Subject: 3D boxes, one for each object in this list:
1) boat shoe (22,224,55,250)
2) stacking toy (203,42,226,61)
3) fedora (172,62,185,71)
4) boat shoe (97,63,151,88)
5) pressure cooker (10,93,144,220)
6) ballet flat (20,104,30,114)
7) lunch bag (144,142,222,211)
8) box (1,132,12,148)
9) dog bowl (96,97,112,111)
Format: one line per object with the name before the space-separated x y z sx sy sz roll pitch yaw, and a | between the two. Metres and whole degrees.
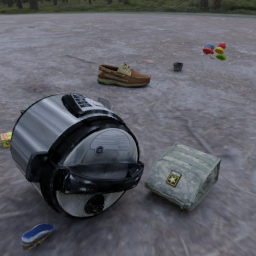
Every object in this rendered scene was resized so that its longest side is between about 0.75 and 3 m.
boat shoe | -1.691 2.024 5.231 0.287 0.288 0.796 16 5 25
stacking toy | 3.296 -2.890 10.428 0.871 0.368 0.788 20 -8 43
fedora | 2.763 -3.378 15.460 0.728 0.372 0.824 6 24 9
boat shoe | -0.235 -2.526 13.199 2.599 0.960 0.983 5 28 10
pressure cooker | -0.984 0.621 5.923 2.239 2.274 2.546 -38 43 -21
ballet flat | -3.225 -0.358 9.705 1.656 0.558 0.528 27 65 42
lunch bag | 1.244 1.112 6.426 1.203 0.863 1.467 22 41 34
box | -3.245 0.269 8.599 1.167 0.293 0.439 -12 30 -22
dog bowl | -1.560 -0.488 9.714 2.056 0.603 2.056 0 28 0
